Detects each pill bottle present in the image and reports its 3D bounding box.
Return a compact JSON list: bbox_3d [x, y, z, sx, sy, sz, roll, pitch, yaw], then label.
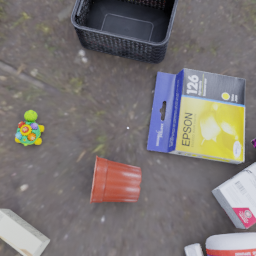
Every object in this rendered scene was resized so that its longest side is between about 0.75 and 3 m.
[{"bbox_3d":[2.634,3.715,6.258,1.416,1.416,2.519,-5,71,-2],"label":"pill bottle"}]

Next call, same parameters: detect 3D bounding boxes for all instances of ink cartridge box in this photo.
[{"bbox_3d":[3.236,1.704,7.346,1.579,0.658,1.146,-29,74,-11],"label":"ink cartridge box"},{"bbox_3d":[2.022,-0.429,8.089,2.607,0.613,2.577,10,72,-2],"label":"ink cartridge box"}]

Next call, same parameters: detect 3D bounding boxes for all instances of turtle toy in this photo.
[{"bbox_3d":[-2.837,0.006,8.018,0.756,0.525,1.038,5,71,2],"label":"turtle toy"}]

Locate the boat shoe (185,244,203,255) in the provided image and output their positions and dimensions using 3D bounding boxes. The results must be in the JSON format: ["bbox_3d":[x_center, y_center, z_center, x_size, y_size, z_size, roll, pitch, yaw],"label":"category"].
[{"bbox_3d":[1.694,3.566,6.842,0.460,0.484,1.343,-16,77,17],"label":"boat shoe"}]

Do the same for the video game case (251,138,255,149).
[{"bbox_3d":[4.647,0.998,7.340,2.168,0.428,2.392,-18,70,-29],"label":"video game case"}]

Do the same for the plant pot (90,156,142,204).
[{"bbox_3d":[-0.313,1.400,7.259,1.193,1.227,1.227,8,71,-6],"label":"plant pot"}]

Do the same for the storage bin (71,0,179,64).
[{"bbox_3d":[-0.053,-3.358,8.625,2.881,1.350,1.947,14,80,4],"label":"storage bin"}]

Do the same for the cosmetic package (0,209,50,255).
[{"bbox_3d":[-2.727,2.634,7.001,1.414,0.744,0.503,31,75,12],"label":"cosmetic package"}]
